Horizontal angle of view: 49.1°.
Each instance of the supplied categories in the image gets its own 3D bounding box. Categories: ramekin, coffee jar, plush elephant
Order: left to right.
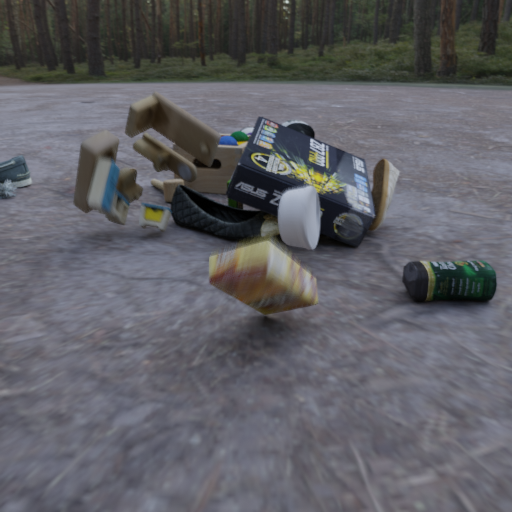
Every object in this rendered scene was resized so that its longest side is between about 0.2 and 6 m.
[{"bbox_3d":[-6.206,-1.904,11.799,2.107,1.632,1.736,-14,25,-32],"label":"plush elephant"},{"bbox_3d":[0.646,-0.564,8.383,0.443,0.952,0.952,1,20,20],"label":"ramekin"},{"bbox_3d":[2.605,0.335,7.625,1.148,0.490,0.599,-1,21,-1],"label":"coffee jar"}]

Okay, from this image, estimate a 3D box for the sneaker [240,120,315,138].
[{"bbox_3d":[0.821,-2.923,15.639,1.345,1.163,3.072,37,40,30],"label":"sneaker"}]

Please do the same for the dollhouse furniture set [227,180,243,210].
[{"bbox_3d":[0.560,-1.008,10.583,2.143,0.827,1.071,5,21,13],"label":"dollhouse furniture set"}]

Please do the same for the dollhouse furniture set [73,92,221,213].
[{"bbox_3d":[-1.916,-1.500,9.818,1.488,1.736,1.826,35,44,10],"label":"dollhouse furniture set"}]

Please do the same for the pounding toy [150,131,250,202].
[{"bbox_3d":[-1.351,-2.159,12.969,2.430,1.265,2.766,7,22,17],"label":"pounding toy"}]

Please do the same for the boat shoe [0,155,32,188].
[{"bbox_3d":[-6.624,-1.990,13.240,2.430,0.751,0.885,-3,21,-8],"label":"boat shoe"}]

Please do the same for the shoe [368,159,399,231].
[{"bbox_3d":[2.367,-1.106,10.409,0.430,1.613,0.564,29,-31,-20],"label":"shoe"}]

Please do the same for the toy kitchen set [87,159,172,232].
[{"bbox_3d":[-2.070,-0.987,9.538,1.059,0.779,1.322,10,-9,4],"label":"toy kitchen set"}]

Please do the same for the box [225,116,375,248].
[{"bbox_3d":[0.883,-1.496,10.513,2.461,0.750,3.053,23,29,-4],"label":"box"}]

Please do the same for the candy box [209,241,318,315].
[{"bbox_3d":[0.118,0.299,6.563,0.763,0.365,1.321,-14,-28,25],"label":"candy box"}]

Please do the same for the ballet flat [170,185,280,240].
[{"bbox_3d":[-0.568,-0.760,10.121,2.507,0.712,0.833,13,25,28],"label":"ballet flat"}]
